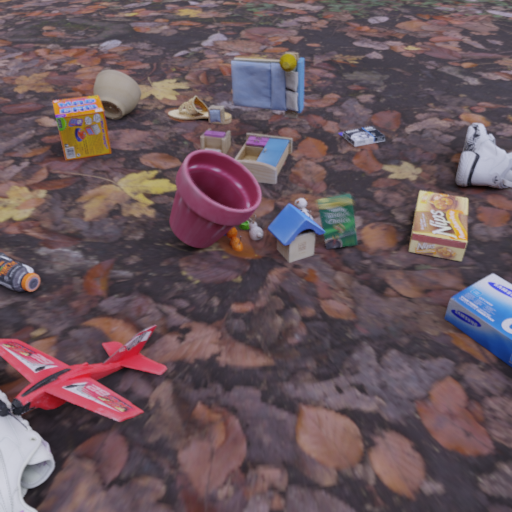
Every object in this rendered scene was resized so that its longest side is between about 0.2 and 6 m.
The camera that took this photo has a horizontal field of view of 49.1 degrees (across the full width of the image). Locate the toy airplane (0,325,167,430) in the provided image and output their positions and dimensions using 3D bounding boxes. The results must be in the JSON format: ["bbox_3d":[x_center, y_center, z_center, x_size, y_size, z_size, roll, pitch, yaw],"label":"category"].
[{"bbox_3d":[-2.464,1.675,8.115,2.787,0.513,2.787,6,21,-2],"label":"toy airplane"}]

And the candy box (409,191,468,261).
[{"bbox_3d":[3.833,-0.668,11.718,1.052,0.504,1.822,11,38,14],"label":"candy box"}]

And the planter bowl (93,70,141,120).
[{"bbox_3d":[-4.204,-4.654,16.579,1.386,1.386,0.933,8,63,10],"label":"planter bowl"}]

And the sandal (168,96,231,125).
[{"bbox_3d":[-1.683,-4.425,16.666,2.027,0.667,0.743,13,38,17],"label":"sandal"}]

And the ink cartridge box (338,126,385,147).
[{"bbox_3d":[2.939,-3.396,15.669,0.962,0.211,0.971,-14,37,-17],"label":"ink cartridge box"}]

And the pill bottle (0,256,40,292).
[{"bbox_3d":[-4.444,0.366,10.322,0.947,0.503,0.503,17,40,23],"label":"pill bottle"}]

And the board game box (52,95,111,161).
[{"bbox_3d":[-4.606,-3.401,14.822,1.204,1.205,1.204,-12,38,-16],"label":"board game box"}]

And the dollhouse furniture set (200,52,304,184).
[{"bbox_3d":[-0.299,-3.525,13.678,2.629,2.785,1.817,9,37,12],"label":"dollhouse furniture set"}]

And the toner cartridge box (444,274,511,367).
[{"bbox_3d":[4.426,1.306,9.024,1.172,0.533,2.467,-23,42,-27],"label":"toner cartridge box"}]

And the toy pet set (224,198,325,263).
[{"bbox_3d":[0.410,-0.710,11.368,1.872,0.994,1.748,-18,40,-21],"label":"toy pet set"}]

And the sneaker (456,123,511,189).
[{"bbox_3d":[5.786,-2.413,13.783,1.406,0.919,2.447,14,44,17],"label":"sneaker"}]

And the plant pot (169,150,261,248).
[{"bbox_3d":[-0.944,-1.004,11.003,1.643,1.471,1.643,20,43,-20],"label":"plant pot"}]

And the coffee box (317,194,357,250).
[{"bbox_3d":[1.625,-0.668,11.154,0.671,1.091,0.240,-8,33,7],"label":"coffee box"}]

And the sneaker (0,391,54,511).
[{"bbox_3d":[-3.396,2.458,7.299,1.399,1.052,2.809,1,38,-23],"label":"sneaker"}]

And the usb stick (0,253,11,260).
[{"bbox_3d":[-4.876,0.133,10.964,0.751,0.122,0.208,29,46,34],"label":"usb stick"}]
